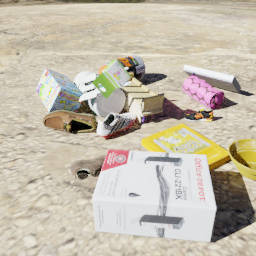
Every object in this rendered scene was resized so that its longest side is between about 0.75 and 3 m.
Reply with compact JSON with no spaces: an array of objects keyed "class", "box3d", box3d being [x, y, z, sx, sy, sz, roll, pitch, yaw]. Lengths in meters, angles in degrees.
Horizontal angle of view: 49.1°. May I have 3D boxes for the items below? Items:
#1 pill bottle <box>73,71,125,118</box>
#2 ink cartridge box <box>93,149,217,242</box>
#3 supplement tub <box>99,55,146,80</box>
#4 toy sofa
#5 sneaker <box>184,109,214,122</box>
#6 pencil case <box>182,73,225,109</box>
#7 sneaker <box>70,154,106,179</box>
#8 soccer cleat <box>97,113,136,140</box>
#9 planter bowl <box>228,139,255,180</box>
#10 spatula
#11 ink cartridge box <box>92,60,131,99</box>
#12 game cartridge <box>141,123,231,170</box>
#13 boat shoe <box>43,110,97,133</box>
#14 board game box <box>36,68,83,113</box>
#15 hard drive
[{"class":"pill bottle","box3d":[-1.408,-1.629,12.801,1.525,1.525,2.696,-17,35,-26]},{"class":"ink cartridge box","box3d":[0.727,1.703,7.533,2.921,1.223,2.108,4,31,6]},{"class":"supplement tub","box3d":[-0.323,-3.084,15.326,2.385,1.461,1.461,-25,39,-35]},{"class":"toy sofa","box3d":[0.382,-1.383,12.511,1.087,1.281,2.624,-15,39,-29]},{"class":"sneaker","box3d":[3.048,-0.599,12.034,1.243,0.559,0.435,2,31,3]},{"class":"pencil case","box3d":[3.682,-1.791,13.618,1.101,1.067,2.350,-10,34,-20]},{"class":"sneaker","box3d":[-1.099,1.293,9.079,1.510,0.532,0.570,-11,53,-14]},{"class":"soccer cleat","box3d":[-0.403,-0.292,11.193,0.708,0.879,2.065,28,42,36]},{"class":"planter bowl","box3d":[4.073,1.133,8.954,1.815,0.756,1.815,0,31,0]},{"class":"spatula","box3d":[-0.990,-1.913,11.596,2.228,0.179,1.549,-16,43,10]},{"class":"ink cartridge box","box3d":[-0.585,-1.747,10.150,1.171,0.865,0.444,-50,25,-17]},{"class":"game cartridge","box3d":[2.023,0.739,9.972,2.138,0.393,2.425,-19,35,-29]},{"class":"boat shoe","box3d":[-2.348,-0.228,11.195,2.178,0.783,0.740,-2,30,-4]},{"class":"board game box","box3d":[-3.082,-1.559,12.502,1.213,1.191,2.313,18,20,-39]},{"class":"hard drive","box3d":[4.402,-2.587,14.669,2.677,0.352,1.766,24,2,34]}]
